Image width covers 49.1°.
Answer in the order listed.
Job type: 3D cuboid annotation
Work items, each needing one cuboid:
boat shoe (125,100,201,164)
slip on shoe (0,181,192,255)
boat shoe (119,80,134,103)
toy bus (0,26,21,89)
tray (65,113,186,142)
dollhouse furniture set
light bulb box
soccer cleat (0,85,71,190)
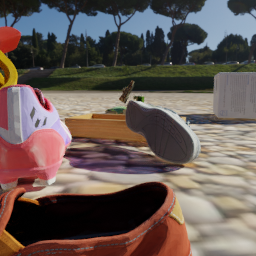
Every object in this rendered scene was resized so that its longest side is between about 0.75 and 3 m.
[{"bbox_3d":[0.551,-0.012,4.343,0.589,0.677,1.836,-1,17,-26],"label":"boat shoe"},{"bbox_3d":[-0.613,0.570,1.302,1.912,0.585,0.708,-3,10,-10],"label":"slip on shoe"},{"bbox_3d":[-0.055,-1.350,10.219,0.337,0.913,0.346,24,-18,-1],"label":"boat shoe"},{"bbox_3d":[-2.425,-0.265,4.216,2.455,1.344,2.602,-44,2,15],"label":"toy bus"},{"bbox_3d":[-0.039,-0.029,5.960,2.321,0.430,1.145,4,9,22],"label":"tray"},{"bbox_3d":[-0.154,-0.920,11.079,1.357,0.681,0.889,6,11,38],"label":"dollhouse furniture set"},{"bbox_3d":[4.271,-1.133,9.691,2.406,1.501,2.384,2,9,13],"label":"light bulb box"},{"bbox_3d":[-1.275,-0.064,3.913,0.934,1.071,2.800,-2,9,-12],"label":"soccer cleat"}]
